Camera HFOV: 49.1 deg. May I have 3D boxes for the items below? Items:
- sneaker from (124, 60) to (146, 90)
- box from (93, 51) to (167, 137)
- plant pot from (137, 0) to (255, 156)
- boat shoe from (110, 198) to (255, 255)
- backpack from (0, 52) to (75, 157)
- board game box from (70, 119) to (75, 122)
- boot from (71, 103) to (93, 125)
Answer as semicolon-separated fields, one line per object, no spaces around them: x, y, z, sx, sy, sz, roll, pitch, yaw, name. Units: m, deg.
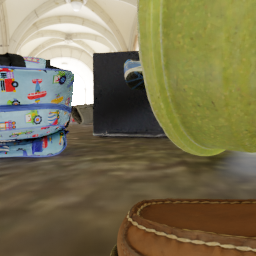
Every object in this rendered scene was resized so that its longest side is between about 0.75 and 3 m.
0.446;-0.776;3.895;1.077;0.408;0.415;2;46;-24;sneaker
0.799;-0.623;5.464;2.399;1.490;2.418;-1;3;12;box
1.876;-0.768;1.769;2.510;2.731;2.731;18;15;41;plant pot
0.615;0.201;0.557;1.349;0.459;0.485;1;4;15;boat shoe
-1.127;-0.193;2.658;1.307;0.963;1.432;-1;3;-21;backpack
-1.882;-0.327;10.746;0.734;0.181;0.929;0;4;0;board game box
-0.514;-0.483;8.706;2.089;0.758;1.899;-6;15;-36;boot
